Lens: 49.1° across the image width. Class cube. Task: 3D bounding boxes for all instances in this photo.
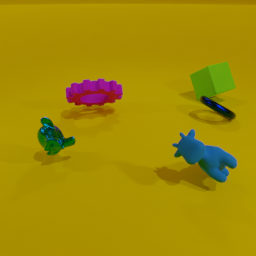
[{"bbox_3d":[3.018,-1.668,10.020,1.000,1.000,1.000,-18,0,-28],"label":"cube"}]

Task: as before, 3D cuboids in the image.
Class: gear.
[{"bbox_3d":[-1.042,-1.068,8.733,1.731,0.320,1.731,-6,-11,-1],"label":"gear"}]

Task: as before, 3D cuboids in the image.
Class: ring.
[{"bbox_3d":[2.765,-0.635,8.656,1.237,0.247,1.237,28,13,-7],"label":"ring"}]

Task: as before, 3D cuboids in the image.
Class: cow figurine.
[{"bbox_3d":[1.563,0.546,5.701,1.231,0.687,1.251,36,14,19],"label":"cow figurine"}]

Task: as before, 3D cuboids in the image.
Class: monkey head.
[{"bbox_3d":[-1.628,0.211,6.364,0.802,1.115,0.672,-16,59,-10],"label":"monkey head"}]
